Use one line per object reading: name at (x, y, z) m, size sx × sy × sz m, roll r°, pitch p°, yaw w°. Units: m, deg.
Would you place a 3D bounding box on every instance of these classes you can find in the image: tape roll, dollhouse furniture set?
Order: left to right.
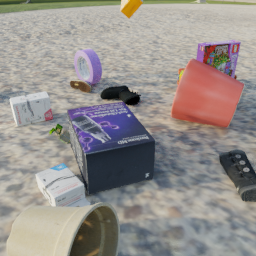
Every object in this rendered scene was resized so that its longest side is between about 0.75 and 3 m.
dollhouse furniture set at (-2.384, 0.299, 10.032) m, size 0.792 × 0.397 × 0.519 m, roll 34°, pitch 43°, yaw 1°
tape roll at (-2.033, -3.075, 14.165) m, size 0.572 × 1.744 × 1.744 m, roll -23°, pitch 38°, yaw -33°

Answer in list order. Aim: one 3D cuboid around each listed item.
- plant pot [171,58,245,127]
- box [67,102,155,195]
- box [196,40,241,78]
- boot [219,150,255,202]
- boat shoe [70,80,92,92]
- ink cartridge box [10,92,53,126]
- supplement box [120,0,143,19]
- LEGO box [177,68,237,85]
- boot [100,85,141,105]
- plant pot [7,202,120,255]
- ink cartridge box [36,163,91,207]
plant pot at (3.051, -1.172, 10.676) m, size 2.151 × 2.432 × 2.432 m, roll 22°, pitch 36°, yaw 15°
box at (-0.608, 0.458, 8.544) m, size 2.005 × 1.413 × 2.709 m, roll -11°, pitch 32°, yaw -19°
box at (3.765, -2.373, 12.108) m, size 1.804 × 2.636 × 0.515 m, roll -12°, pitch 31°, yaw -19°
boot at (3.589, 1.296, 8.041) m, size 1.469 × 0.585 × 1.782 m, roll 0°, pitch 26°, yaw -3°
boat shoe at (-2.214, -2.143, 13.815) m, size 1.475 × 0.545 × 0.545 m, roll 24°, pitch 32°, yaw 35°
ink cartridge box at (-3.755, -0.739, 10.941) m, size 1.406 × 1.030 × 0.582 m, roll -15°, pitch 36°, yaw -22°
supplement box at (0.160, -5.481, 12.115) m, size 0.534 × 0.915 × 1.452 m, roll 34°, pitch 34°, yaw -25°
LEGO box at (3.834, -2.356, 13.800) m, size 2.287 × 0.882 × 1.703 m, roll -7°, pitch 31°, yaw -12°
boot at (-0.307, -1.399, 12.575) m, size 1.553 × 0.575 × 1.273 m, roll -17°, pitch 39°, yaw -25°
plant pot at (-1.306, 2.240, 5.459) m, size 1.670 × 1.825 × 1.825 m, roll 3°, pitch 29°, yaw 27°
ink cartridge box at (-1.734, 1.626, 7.468) m, size 0.867 × 0.507 × 1.495 m, roll -22°, pitch 37°, yaw -32°
